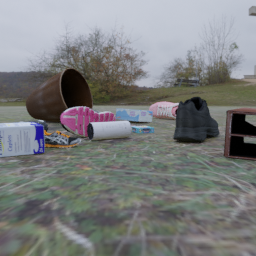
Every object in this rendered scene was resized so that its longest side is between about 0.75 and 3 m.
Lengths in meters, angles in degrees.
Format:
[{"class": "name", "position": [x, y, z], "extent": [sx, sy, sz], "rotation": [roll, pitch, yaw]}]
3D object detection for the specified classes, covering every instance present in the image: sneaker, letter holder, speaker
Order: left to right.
[{"class": "sneaker", "position": [-3.106, 0.049, 8.511], "extent": [1.510, 0.502, 0.683], "rotation": [-1, 8, 32]}, {"class": "sneaker", "position": [-1.651, 0.262, 6.755], "extent": [1.024, 0.395, 0.401], "rotation": [1, 4, -4]}, {"class": "sneaker", "position": [-1.444, -0.206, 9.011], "extent": [1.085, 0.915, 2.480], "rotation": [2, 2, 29]}, {"class": "speaker", "position": [-0.538, 0.063, 8.111], "extent": [1.249, 0.507, 0.507], "rotation": [-4, 7, -31]}, {"class": "sneaker", "position": [2.364, -1.023, 16.108], "extent": [2.680, 1.009, 1.401], "rotation": [7, 2, 21]}, {"class": "sneaker", "position": [2.110, -0.306, 8.295], "extent": [1.023, 1.223, 2.694], "rotation": [0, 4, 25]}, {"class": "letter holder", "position": [2.920, 0.086, 5.924], "extent": [1.322, 0.936, 1.860], "rotation": [6, 8, 30]}]

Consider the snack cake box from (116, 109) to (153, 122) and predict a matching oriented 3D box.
[{"class": "snack cake box", "position": [0.291, -0.642, 14.109], "extent": [0.974, 0.569, 1.694], "rotation": [4, 3, -45]}]

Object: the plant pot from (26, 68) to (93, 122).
[{"class": "plant pot", "position": [-3.668, -1.361, 14.144], "extent": [2.801, 2.618, 2.618], "rotation": [-13, 0, 24]}]

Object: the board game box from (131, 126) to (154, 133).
[{"class": "board game box", "position": [0.492, 0.049, 9.860], "extent": [0.585, 0.182, 0.774], "rotation": [-2, 6, -21]}]

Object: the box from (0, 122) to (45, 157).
[{"class": "box", "position": [-2.505, 0.218, 6.048], "extent": [1.171, 0.614, 1.077], "rotation": [-4, 6, -28]}]
